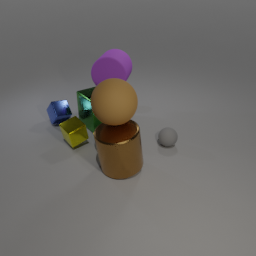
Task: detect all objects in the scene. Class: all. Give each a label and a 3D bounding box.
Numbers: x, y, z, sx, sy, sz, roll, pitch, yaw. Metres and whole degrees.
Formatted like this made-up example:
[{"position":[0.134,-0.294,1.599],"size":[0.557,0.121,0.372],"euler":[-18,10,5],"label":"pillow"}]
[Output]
[{"position":[-0.266,0.625,8.773],"size":[1.400,1.400,1.400],"euler":[-5,34,4],"label":"cylinder"},{"position":[-1.124,-0.803,11.440],"size":[1.400,1.400,1.400],"euler":[-20,35,-30],"label":"cube"},{"position":[-2.828,-0.659,11.506],"size":[0.700,0.700,0.700],"euler":[-13,72,-38],"label":"cube"},{"position":[-0.621,-2.327,11.252],"size":[1.400,1.400,1.400],"euler":[5,29,9],"label":"cylinder"},{"position":[-0.408,-0.773,8.330],"size":[1.400,1.400,1.400],"euler":[0,30,0],"label":"ball"},{"position":[1.447,0.323,10.144],"size":[0.700,0.700,0.700],"euler":[0,30,0],"label":"ball"},{"position":[-1.930,0.126,10.049],"size":[0.700,0.700,0.700],"euler":[-32,50,-24],"label":"cube"}]
